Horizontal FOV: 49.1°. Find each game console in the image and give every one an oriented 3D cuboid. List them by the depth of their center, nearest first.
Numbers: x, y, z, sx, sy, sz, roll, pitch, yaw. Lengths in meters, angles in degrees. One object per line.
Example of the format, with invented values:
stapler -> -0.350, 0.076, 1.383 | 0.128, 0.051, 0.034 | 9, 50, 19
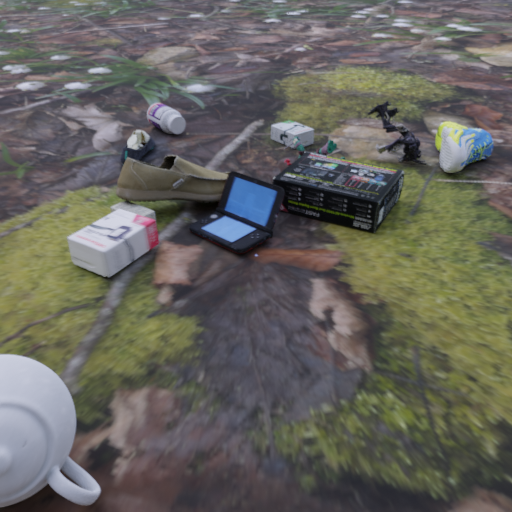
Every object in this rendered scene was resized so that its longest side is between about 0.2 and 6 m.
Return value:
game console -> -0.365, -0.783, 9.737 | 1.377, 0.818, 1.187 | 24, 41, 38

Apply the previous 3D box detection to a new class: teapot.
teapot -> -2.325, 1.698, 5.130 | 1.529, 1.509, 1.117 | -10, 9, -26

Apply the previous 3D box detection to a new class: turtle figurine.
turtle figurine -> 1.201, -2.046, 11.968 | 1.369, 1.025, 0.689 | 1, 65, 49

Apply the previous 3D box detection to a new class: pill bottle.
pill bottle -> -2.272, -3.476, 14.297 | 0.612, 0.612, 1.099 | -22, 38, -31

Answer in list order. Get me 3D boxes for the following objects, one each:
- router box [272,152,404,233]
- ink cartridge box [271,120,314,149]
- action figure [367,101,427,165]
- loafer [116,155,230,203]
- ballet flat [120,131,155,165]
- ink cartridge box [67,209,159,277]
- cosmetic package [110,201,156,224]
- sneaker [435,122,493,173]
router box -> 1.561, -1.275, 10.727 | 2.126, 0.660, 1.593 | 17, 36, 23
ink cartridge box -> 0.889, -2.975, 13.713 | 0.660, 0.374, 0.900 | -24, 39, -32
action figure -> 3.188, -2.635, 12.758 | 0.984, 0.845, 1.656 | -1, 61, -59
loafer -> -1.382, -1.475, 10.576 | 2.482, 0.837, 0.944 | -6, 18, -25
ballet flat -> -2.717, -2.583, 12.945 | 0.576, 0.576, 1.578 | 5, 32, 8
ink cartridge box -> -2.315, -0.234, 9.124 | 0.853, 0.497, 1.178 | 18, 38, 29
cosmetic package -> -2.210, -0.696, 10.095 | 0.782, 0.341, 0.404 | 24, 39, 35
sneaker -> 4.711, -2.450, 12.407 | 1.226, 0.884, 2.335 | 6, 32, 9
